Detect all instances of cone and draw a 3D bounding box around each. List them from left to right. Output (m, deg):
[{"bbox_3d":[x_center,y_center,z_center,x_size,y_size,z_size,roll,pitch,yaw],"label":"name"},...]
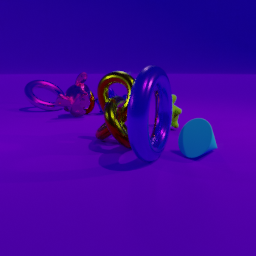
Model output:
[{"bbox_3d":[1.714,0.332,6.145,0.870,0.867,0.867,22,-3,-37],"label":"cone"}]

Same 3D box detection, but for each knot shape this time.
[{"bbox_3d":[-0.326,-0.307,6.984,0.872,1.886,1.765,1,-20,-16],"label":"knot shape"}]

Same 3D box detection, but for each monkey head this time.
[{"bbox_3d":[-2.106,-1.159,10.598,1.380,1.919,1.156,10,37,-33],"label":"monkey head"}]

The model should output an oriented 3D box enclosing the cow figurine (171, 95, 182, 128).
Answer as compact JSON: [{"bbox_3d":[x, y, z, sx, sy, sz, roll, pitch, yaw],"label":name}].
[{"bbox_3d":[1.298,-0.528,8.709,0.546,0.994,0.978,2,18,-13],"label":"cow figurine"}]

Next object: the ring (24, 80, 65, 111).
[{"bbox_3d":[-3.708,-1.485,12.618,1.880,0.376,1.880,22,36,-17],"label":"ring"}]

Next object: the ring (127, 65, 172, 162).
[{"bbox_3d":[0.486,-0.274,5.583,0.381,1.906,1.906,5,13,24],"label":"ring"}]

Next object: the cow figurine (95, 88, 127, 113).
[{"bbox_3d":[-0.542,-0.980,11.661,1.416,1.394,0.777,-35,49,-3],"label":"cow figurine"}]

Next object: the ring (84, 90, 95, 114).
[{"bbox_3d":[-1.770,-1.102,11.392,1.087,1.087,0.217,8,13,34],"label":"ring"}]
